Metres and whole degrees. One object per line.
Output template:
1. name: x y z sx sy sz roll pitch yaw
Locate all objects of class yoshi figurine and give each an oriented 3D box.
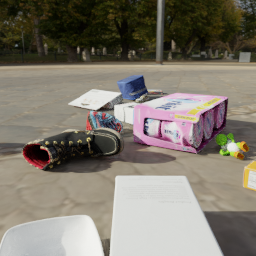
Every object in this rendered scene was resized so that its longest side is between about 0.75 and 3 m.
1. yoshi figurine: 2.297 0.382 6.397 0.490 0.488 0.872 -11 15 -14

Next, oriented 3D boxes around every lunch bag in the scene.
1. lunch bag: 0.203 -1.924 13.643 1.053 1.025 1.549 -25 18 -18

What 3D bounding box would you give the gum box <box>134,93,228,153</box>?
1. gum box: 1.525 -0.261 7.696 1.680 0.979 2.960 9 18 31

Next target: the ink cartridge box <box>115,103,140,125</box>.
1. ink cartridge box: 0.266 -0.484 9.375 0.902 0.520 1.243 -13 20 -39

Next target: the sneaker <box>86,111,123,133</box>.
1. sneaker: -0.602 -0.081 7.424 0.977 0.811 2.044 0 16 -6

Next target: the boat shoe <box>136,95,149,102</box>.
1. boat shoe: 0.671 -1.368 13.083 0.769 0.263 0.287 -15 21 -42

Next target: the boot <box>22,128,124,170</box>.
1. boot: -1.147 0.417 5.836 1.826 0.668 1.375 6 15 33

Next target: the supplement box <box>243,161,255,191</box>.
1. supplement box: 2.568 0.911 4.565 1.237 0.426 0.412 16 21 41

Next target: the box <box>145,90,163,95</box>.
1. box: 1.386 -1.974 15.429 0.979 0.185 0.669 -1 15 -3

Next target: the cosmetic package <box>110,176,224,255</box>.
1. cosmetic package: 0.319 1.212 2.923 0.996 0.726 1.960 0 17 1

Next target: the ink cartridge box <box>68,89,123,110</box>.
1. ink cartridge box: -1.370 -1.093 11.884 1.812 0.395 1.573 13 39 39

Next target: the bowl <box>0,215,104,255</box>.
1. bowl: -0.794 1.380 2.912 1.018 0.380 1.017 -4 16 -16
